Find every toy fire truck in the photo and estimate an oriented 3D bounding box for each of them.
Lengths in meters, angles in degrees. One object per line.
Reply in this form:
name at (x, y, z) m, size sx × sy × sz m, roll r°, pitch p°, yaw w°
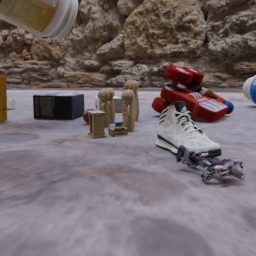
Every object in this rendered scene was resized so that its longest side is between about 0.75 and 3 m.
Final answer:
toy fire truck at (2.296, -0.971, 9.402) m, size 2.282 × 1.524 × 2.717 m, roll 33°, pitch 25°, yaw 26°

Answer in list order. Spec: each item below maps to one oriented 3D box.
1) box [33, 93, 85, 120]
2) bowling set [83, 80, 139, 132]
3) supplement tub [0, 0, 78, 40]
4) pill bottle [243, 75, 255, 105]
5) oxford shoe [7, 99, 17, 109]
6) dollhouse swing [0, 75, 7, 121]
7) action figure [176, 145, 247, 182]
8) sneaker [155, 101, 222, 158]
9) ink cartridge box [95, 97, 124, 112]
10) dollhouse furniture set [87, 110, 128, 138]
box at (-2.197, -0.734, 9.123) m, size 1.281 × 0.796 × 1.291 m, roll 3°, pitch 10°, yaw 7°
bowling set at (-0.468, -0.665, 7.441) m, size 1.555 × 1.200 × 2.235 m, roll 1°, pitch 9°, yaw 2°
supplement tub at (-2.556, -3.340, 7.213) m, size 1.580 × 1.580 × 2.188 m, roll 10°, pitch -5°, yaw 45°
pill bottle at (6.285, -1.659, 12.212) m, size 1.604 × 1.604 × 2.857 m, roll -1°, pitch 9°, yaw -6°
oxford shoe at (-5.030, -0.949, 11.882) m, size 0.337 × 0.439 × 1.167 m, roll -42°, pitch 17°, yaw 7°
dollhouse swing at (-4.859, -1.026, 8.126) m, size 2.191 × 1.991 × 1.926 m, roll -7°, pitch 32°, yaw -32°
action figure at (1.056, 0.464, 3.514) m, size 0.596 × 0.317 × 0.915 m, roll 1°, pitch 10°, yaw -38°
sneaker at (0.926, -0.006, 4.608) m, size 0.550 × 0.839 × 1.457 m, roll -5°, pitch 11°, yaw -28°
ink cartridge box at (-0.754, -0.932, 10.941) m, size 0.951 × 0.573 × 1.309 m, roll -2°, pitch 11°, yaw -14°
dollhouse furniture set at (-0.462, -0.112, 6.154) m, size 0.763 × 0.537 × 0.534 m, roll -5°, pitch 11°, yaw -23°
